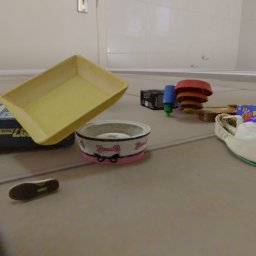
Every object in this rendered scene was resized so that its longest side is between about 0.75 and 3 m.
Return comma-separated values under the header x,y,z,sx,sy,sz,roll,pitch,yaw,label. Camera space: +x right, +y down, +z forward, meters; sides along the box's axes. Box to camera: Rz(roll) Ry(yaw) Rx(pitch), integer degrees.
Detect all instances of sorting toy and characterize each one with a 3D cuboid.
x,y,z,sx,sy,sz,roll,pitch,yaw,label
2.076,-0.896,10.088,1.619,1.106,2.695,7,-6,8,sorting toy

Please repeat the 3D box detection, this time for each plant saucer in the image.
x,y,z,sx,sy,sz,roll,pitch,yaw,label
-1.294,-0.581,5.722,2.037,0.493,2.036,-36,48,-21,plant saucer

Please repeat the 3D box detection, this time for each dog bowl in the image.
x,y,z,sx,sy,sz,roll,pitch,yaw,label
-0.324,0.291,6.251,1.657,0.611,1.657,1,15,0,dog bowl

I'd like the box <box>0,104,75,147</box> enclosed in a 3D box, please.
x,y,z,sx,sy,sz,roll,pitch,yaw,label
-2.632,-0.169,7.593,2.205,0.713,2.796,-1,12,-16,box

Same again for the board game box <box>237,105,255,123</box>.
x,y,z,sx,sy,sz,roll,pitch,yaw,label
4.503,-0.306,7.691,2.392,0.536,1.608,2,4,-19,board game box

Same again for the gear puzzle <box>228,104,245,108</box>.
x,y,z,sx,sy,sz,roll,pitch,yaw,label
4.375,-0.710,10.328,1.752,0.229,0.907,5,2,-32,gear puzzle

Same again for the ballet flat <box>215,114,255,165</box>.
x,y,z,sx,sy,sz,roll,pitch,yaw,label
2.627,0.141,6.505,0.821,0.821,2.364,-1,15,-6,ballet flat

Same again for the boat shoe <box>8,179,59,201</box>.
x,y,z,sx,sy,sz,roll,pitch,yaw,label
-1.502,0.967,4.429,0.780,0.279,0.297,-1,-1,-36,boat shoe

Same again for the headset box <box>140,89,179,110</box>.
x,y,z,sx,sy,sz,roll,pitch,yaw,label
1.641,-1.283,12.134,1.863,0.699,1.384,-5,15,-20,headset box

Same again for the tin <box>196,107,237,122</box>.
x,y,z,sx,sy,sz,roll,pitch,yaw,label
3.287,-0.494,9.812,1.866,0.391,1.045,-2,19,-6,tin
